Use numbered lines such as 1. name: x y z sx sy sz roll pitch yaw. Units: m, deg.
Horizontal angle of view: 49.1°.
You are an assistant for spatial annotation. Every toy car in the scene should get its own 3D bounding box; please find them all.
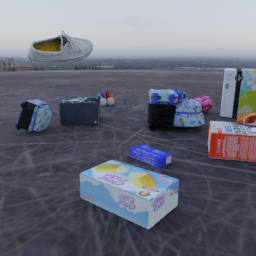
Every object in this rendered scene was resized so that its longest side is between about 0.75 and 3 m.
1. toy car: -1.367 -1.772 16.483 1.122 0.842 0.982 -7 17 -23

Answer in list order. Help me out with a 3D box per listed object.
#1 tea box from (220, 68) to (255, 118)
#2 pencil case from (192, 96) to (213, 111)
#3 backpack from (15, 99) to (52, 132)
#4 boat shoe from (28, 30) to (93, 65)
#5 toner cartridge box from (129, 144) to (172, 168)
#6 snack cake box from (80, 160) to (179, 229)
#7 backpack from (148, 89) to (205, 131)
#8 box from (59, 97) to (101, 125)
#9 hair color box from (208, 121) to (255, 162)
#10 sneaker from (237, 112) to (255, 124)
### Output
1. tea box: 5.651 -1.656 13.369 2.197 2.233 1.492 5 16 19
2. pencil case: 3.401 -1.180 14.275 2.025 0.919 0.949 -11 -15 -30
3. backpack: -3.623 -0.477 11.162 0.975 1.215 1.327 22 15 5
4. boat shoe: -2.823 -3.659 12.256 3.012 1.113 1.284 -15 -16 -27
5. toner cartridge box: 0.636 0.793 8.146 0.574 0.261 1.208 -11 19 -39
6. snack cake box: -0.008 1.261 5.753 1.813 0.609 1.043 11 18 37
7. backpack: 1.981 -0.760 11.482 2.295 1.544 2.095 3 15 6
8. box: -2.099 -0.805 12.624 1.663 1.031 1.635 -1 17 -3
9. hair color box: 3.849 0.403 8.463 2.698 0.862 1.496 5 15 13
10. sneaker: 5.584 -0.459 11.953 1.969 0.719 0.760 -3 11 -17
